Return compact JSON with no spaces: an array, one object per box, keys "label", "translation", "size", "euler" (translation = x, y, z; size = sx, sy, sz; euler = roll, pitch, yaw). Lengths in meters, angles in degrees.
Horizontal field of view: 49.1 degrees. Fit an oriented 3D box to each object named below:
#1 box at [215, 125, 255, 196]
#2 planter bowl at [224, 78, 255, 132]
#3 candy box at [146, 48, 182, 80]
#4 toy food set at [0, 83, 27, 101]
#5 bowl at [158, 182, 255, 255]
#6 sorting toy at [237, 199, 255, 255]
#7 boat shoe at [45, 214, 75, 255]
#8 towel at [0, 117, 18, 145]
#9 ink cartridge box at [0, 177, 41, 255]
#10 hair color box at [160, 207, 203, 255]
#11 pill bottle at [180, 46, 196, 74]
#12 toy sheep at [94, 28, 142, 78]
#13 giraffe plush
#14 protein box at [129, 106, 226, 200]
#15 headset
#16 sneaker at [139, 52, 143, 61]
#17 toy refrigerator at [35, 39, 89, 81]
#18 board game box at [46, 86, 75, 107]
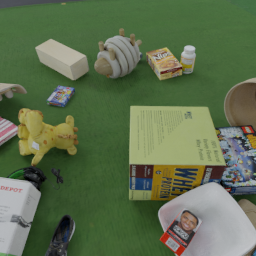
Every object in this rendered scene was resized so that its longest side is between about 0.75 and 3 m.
[{"label":"box","translation":[3.722,1.003,9.476],"size":[1.820,0.530,2.659],"euler":[-4,43,-1]},{"label":"planter bowl","translation":[4.995,-0.819,10.148],"size":[1.614,2.399,2.399],"euler":[-29,50,-29]},{"label":"candy box","translation":[1.791,-3.268,14.126],"size":[1.165,0.558,2.018],"euler":[-15,45,-9]},{"label":"toy food set","translation":[-5.870,-1.031,11.331],"size":[2.087,0.878,2.908],"euler":[11,34,40]},{"label":"bowl","translation":[2.037,2.658,7.317],"size":[2.027,0.758,2.030],"euler":[-26,45,-4]},{"label":"sorting toy","translation":[3.790,2.752,7.751],"size":[1.887,0.339,2.532],"euler":[33,52,31]},{"label":"boat shoe","translation":[-1.788,3.036,7.283],"size":[0.586,0.555,1.676],"euler":[9,43,10]},{"label":"towel","translation":[-5.754,0.149,10.603],"size":[2.825,0.423,2.067],"euler":[23,45,23]},{"label":"ink cartridge box","translation":[-3.407,2.468,7.174],"size":[1.623,0.937,2.222],"euler":[7,61,8]},{"label":"hair color box","translation":[1.388,2.624,7.192],"size":[0.622,0.375,1.226],"euler":[36,31,18]},{"label":"pill bottle","translation":[2.946,-3.367,13.785],"size":[0.693,1.229,0.693],"euler":[0,42,0]},{"label":"toy sheep","translation":[-0.382,-3.481,13.363],"size":[2.970,2.048,2.048],"euler":[-36,53,-21]},{"label":"giraffe plush","translation":[-2.671,0.240,9.738],"size":[1.721,1.831,2.122],"euler":[-6,28,-38]},{"label":"protein box","translation":[1.338,0.755,8.883],"size":[2.582,1.742,2.563],"euler":[1,42,1]},{"label":"headset","translation":[-2.962,1.638,8.518],"size":[2.040,0.959,1.260],"euler":[-7,42,9]},{"label":"sneaker","translation":[-0.287,-3.869,14.566],"size":[2.120,0.915,0.823],"euler":[-3,42,-3]},{"label":"toy refrigerator","translation":[-3.312,-3.438,14.099],"size":[2.783,0.974,1.056],"euler":[30,57,30]},{"label":"board game box","translation":[-2.968,-1.425,12.422],"size":[0.811,0.206,1.198],"euler":[11,43,11]}]
